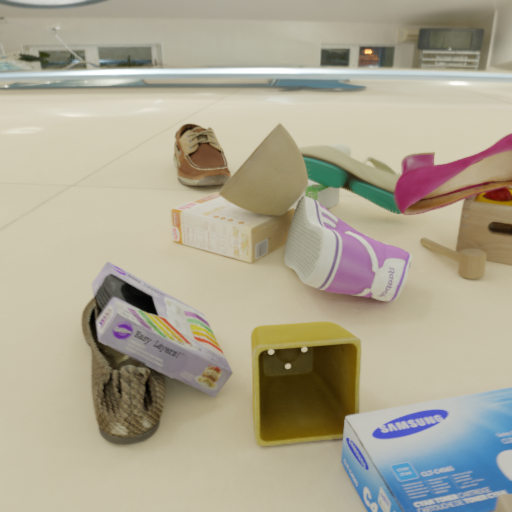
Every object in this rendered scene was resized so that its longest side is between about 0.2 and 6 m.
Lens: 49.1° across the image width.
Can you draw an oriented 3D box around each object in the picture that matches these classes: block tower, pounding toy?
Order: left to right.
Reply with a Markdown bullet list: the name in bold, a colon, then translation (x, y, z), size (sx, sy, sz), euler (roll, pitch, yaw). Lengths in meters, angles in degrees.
- **pounding toy**: translation (3.795, -0.512, 9.160), size (2.073, 1.080, 2.360), euler (12, 26, 26)
- **block tower**: translation (3.070, 2.063, 3.320), size (3.402, 0.919, 0.984), euler (-1, 22, -2)

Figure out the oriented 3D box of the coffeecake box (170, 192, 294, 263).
- **coffeecake box**: translation (-0.414, -0.546, 9.802), size (1.737, 0.635, 1.333), euler (15, 27, 32)

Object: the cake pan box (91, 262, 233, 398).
- **cake pan box**: translation (-1.080, 0.753, 6.065), size (1.499, 0.392, 1.380), euler (33, 6, -26)

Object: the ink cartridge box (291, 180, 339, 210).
- **ink cartridge box**: translation (0.968, -1.335, 11.782), size (1.289, 0.544, 0.942), euler (16, 28, 32)

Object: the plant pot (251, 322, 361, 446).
- **plant pot**: translation (0.400, 1.120, 5.541), size (0.988, 0.994, 1.017), euler (-3, 15, -8)

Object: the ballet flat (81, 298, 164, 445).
- **ballet flat**: translation (-1.501, 0.950, 6.254), size (0.946, 0.651, 2.809), euler (-4, 23, -14)

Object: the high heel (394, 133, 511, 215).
- **high heel**: translation (3.582, -1.185, 8.646), size (2.807, 0.945, 1.346), euler (1, 44, 16)

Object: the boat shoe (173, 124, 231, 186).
- **boat shoe**: translation (-1.443, -2.544, 13.773), size (1.266, 1.201, 3.345), euler (-8, 24, -19)

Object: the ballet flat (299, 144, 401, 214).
- **ballet flat**: translation (1.873, -1.663, 10.972), size (2.648, 0.920, 0.920), euler (25, 25, 1)

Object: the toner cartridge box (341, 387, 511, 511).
- **toner cartridge box**: translation (2.117, 1.701, 4.629), size (2.540, 0.548, 1.206), euler (-6, 24, -14)

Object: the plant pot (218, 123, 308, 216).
- **plant pot**: translation (0.249, -1.246, 9.107), size (1.015, 1.513, 1.513), euler (41, 24, -8)

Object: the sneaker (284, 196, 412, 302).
- **sneaker**: translation (1.366, -0.031, 8.461), size (1.654, 1.051, 2.901), euler (14, 19, -10)
